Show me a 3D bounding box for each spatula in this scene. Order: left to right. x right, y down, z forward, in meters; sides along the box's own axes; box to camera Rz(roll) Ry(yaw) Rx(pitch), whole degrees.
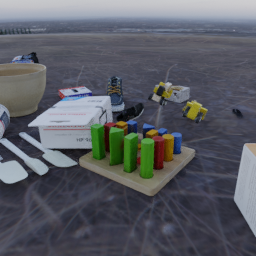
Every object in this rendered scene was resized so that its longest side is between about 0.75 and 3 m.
[{"bbox_3d":[-3.051,0.706,7.832,2.867,0.230,1.993,23,29,40],"label":"spatula"}]

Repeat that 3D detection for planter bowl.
[{"bbox_3d":[-4.504,-1.487,11.123,2.597,1.748,2.597,1,24,0],"label":"planter bowl"}]

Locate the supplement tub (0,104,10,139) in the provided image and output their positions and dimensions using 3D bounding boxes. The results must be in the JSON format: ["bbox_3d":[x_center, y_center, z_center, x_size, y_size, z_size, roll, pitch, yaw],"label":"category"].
[{"bbox_3d":[-4.427,-0.178,9.077,0.976,0.976,1.390,-4,24,-9],"label":"supplement tub"}]

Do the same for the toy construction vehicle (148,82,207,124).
[{"bbox_3d":[1.879,-0.974,9.927,2.000,0.809,2.298,27,13,16],"label":"toy construction vehicle"}]

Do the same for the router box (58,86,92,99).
[{"bbox_3d":[-2.481,-1.609,13.180,1.290,0.315,1.158,-12,26,-26],"label":"router box"}]

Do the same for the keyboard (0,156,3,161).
[{"bbox_3d":[-4.825,0.694,8.200,2.690,0.143,0.757,14,32,29],"label":"keyboard"}]

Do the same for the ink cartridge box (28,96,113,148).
[{"bbox_3d":[-1.608,-0.149,8.690,1.719,1.005,2.963,-1,20,9],"label":"ink cartridge box"}]

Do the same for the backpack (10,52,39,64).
[{"bbox_3d":[-5.791,-3.302,15.751,1.580,1.658,1.278,2,37,13],"label":"backpack"}]

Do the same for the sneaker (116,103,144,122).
[{"bbox_3d":[0.059,-0.508,9.794,0.490,1.119,0.424,17,44,-45],"label":"sneaker"}]

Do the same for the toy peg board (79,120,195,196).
[{"bbox_3d":[0.299,0.394,7.560,2.352,1.151,2.342,17,29,33],"label":"toy peg board"}]

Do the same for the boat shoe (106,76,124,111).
[{"bbox_3d":[-0.607,-1.514,12.039,0.820,1.053,2.319,-2,24,-4],"label":"boat shoe"}]

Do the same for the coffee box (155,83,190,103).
[{"bbox_3d":[2.024,-1.641,12.939,1.418,0.566,0.801,20,30,38],"label":"coffee box"}]

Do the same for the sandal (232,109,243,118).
[{"bbox_3d":[4.366,-0.615,11.095,0.297,0.167,0.780,0,24,0],"label":"sandal"}]

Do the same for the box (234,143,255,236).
[{"bbox_3d":[3.381,1.463,4.737,2.066,1.443,2.713,-1,24,-2],"label":"box"}]
